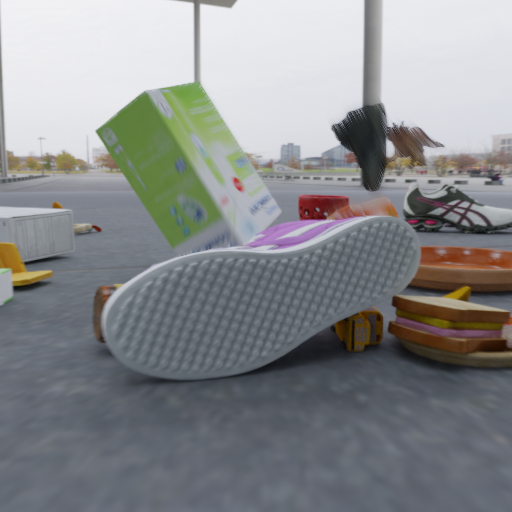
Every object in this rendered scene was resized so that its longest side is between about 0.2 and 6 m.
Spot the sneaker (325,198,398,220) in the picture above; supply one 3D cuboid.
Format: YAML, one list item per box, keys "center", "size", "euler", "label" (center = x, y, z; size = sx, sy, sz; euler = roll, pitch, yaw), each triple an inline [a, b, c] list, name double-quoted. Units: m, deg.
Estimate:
- center: [1.825, -0.554, 9.993]
  size: [1.719, 0.663, 0.627]
  euler: [-19, -23, -17]
  label: "sneaker"

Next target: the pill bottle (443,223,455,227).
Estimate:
- center: [5.719, -1.106, 15.481]
  size: [1.103, 0.614, 0.614]
  euler: [2, 8, 4]
  label: "pill bottle"

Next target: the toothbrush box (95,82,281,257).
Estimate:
- center: [-0.818, -1.093, 7.577]
  size: [0.967, 2.247, 1.636]
  euler: [-27, 9, 26]
  label: "toothbrush box"

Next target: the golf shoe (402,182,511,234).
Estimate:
- center: [5.131, -1.184, 13.997]
  size: [2.829, 1.246, 1.092]
  euler: [3, 8, 11]
  label: "golf shoe"

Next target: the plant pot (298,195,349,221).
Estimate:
- center: [1.466, -0.826, 12.218]
  size: [1.095, 0.997, 1.095]
  euler: [-1, 8, 0]
  label: "plant pot"

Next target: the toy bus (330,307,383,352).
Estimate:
- center: [0.883, 0.580, 5.010]
  size: [0.369, 0.307, 0.944]
  euler: [1, 8, -2]
  label: "toy bus"

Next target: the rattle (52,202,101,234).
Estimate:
- center: [-4.376, -0.915, 13.643]
  size: [1.168, 0.835, 0.761]
  euler: [-14, 0, -39]
  label: "rattle"

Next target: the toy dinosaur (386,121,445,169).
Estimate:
- center: [3.013, -2.282, 11.054]
  size: [0.622, 0.982, 1.449]
  euler: [11, -8, -29]
  label: "toy dinosaur"

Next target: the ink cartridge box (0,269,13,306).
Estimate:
- center: [-3.254, 0.370, 6.171]
  size: [0.897, 0.377, 0.653]
  euler: [-1, 8, -5]
  label: "ink cartridge box"

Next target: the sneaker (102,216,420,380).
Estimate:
- center: [-0.070, 0.259, 4.736]
  size: [2.574, 0.933, 1.467]
  euler: [-13, 11, -23]
  label: "sneaker"

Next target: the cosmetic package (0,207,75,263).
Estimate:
- center: [-4.934, -0.416, 9.929]
  size: [3.306, 0.837, 1.365]
  euler: [4, 9, 28]
  label: "cosmetic package"

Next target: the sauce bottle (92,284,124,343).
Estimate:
- center: [-0.592, 0.492, 4.888]
  size: [1.575, 0.520, 0.520]
  euler: [1, 7, -27]
  label: "sauce bottle"

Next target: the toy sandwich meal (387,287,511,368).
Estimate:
- center: [1.739, 0.535, 4.690]
  size: [1.390, 0.476, 1.390]
  euler: [0, 8, 0]
  label: "toy sandwich meal"

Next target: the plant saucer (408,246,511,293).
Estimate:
- center: [2.759, 0.165, 7.701]
  size: [2.214, 0.357, 2.214]
  euler: [1, 9, 0]
  label: "plant saucer"

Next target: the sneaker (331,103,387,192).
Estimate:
- center: [1.973, -2.047, 10.771]
  size: [1.025, 1.790, 0.684]
  euler: [-3, -16, 22]
  label: "sneaker"

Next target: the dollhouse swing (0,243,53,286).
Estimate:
- center: [-3.224, 0.068, 7.291]
  size: [0.748, 0.773, 0.851]
  euler: [-20, 4, 13]
  label: "dollhouse swing"
